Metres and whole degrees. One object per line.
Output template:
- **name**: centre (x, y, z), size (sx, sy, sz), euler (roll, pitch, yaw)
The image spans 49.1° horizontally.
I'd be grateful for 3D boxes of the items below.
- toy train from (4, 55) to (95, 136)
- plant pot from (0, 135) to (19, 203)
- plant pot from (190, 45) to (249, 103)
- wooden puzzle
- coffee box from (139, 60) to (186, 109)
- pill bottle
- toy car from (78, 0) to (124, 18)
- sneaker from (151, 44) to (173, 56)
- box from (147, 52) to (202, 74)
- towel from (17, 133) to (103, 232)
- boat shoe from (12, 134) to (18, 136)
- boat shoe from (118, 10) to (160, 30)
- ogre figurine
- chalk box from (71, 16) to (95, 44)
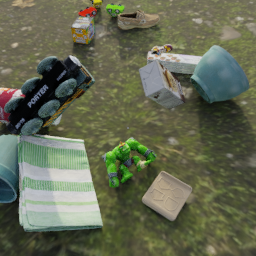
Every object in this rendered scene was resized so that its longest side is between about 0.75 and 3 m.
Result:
- **toy train**: centre (-2.164, -0.848, 7.839), size (2.795, 1.593, 1.191), euler (-44, 80, 16)
- **plant pot**: centre (-3.618, 1.098, 8.145), size (1.545, 1.545, 1.514), euler (10, 45, 8)
- **plant pot**: centre (3.163, -1.767, 10.219), size (1.357, 2.025, 2.025), euler (-37, 56, 6)
- **wooden puzzle**: centre (1.137, 1.972, 8.158), size (1.067, 0.267, 1.152), euler (28, 61, 21)
- **coffee box**: centre (1.123, -1.305, 8.857), size (0.674, 1.690, 0.955), euler (-23, 69, 27)
- **pill bottle**: centre (-3.447, -0.677, 9.637), size (2.151, 1.215, 1.215), euler (7, 52, 4)
- **toy car**: centre (-1.235, -6.067, 14.388), size (2.123, 0.503, 2.256), euler (10, 53, 8)
- **sneaker**: centre (1.137, -2.582, 9.400), size (0.753, 0.282, 0.339), euler (-1, 48, 32)
- **box**: centre (2.197, -2.662, 11.632), size (2.834, 0.587, 0.548), euler (7, 52, 6)
- **towel**: centre (-1.952, 1.412, 7.860), size (2.212, 0.339, 2.899), euler (10, 45, -34)
- **boat shoe**: centre (-3.802, 0.450, 9.353), size (0.293, 0.253, 0.804), euler (-9, 52, -7)
- **boat shoe**: centre (0.558, -5.339, 13.676), size (2.138, 0.690, 0.762), euler (-14, 53, -11)
- **ogre figurine**: centre (-0.051, 0.980, 8.619), size (1.746, 0.857, 1.047), euler (-36, 77, -8)
- **chalk box**: centre (-2.036, -4.643, 13.074), size (0.794, 0.790, 1.277), euler (11, 51, 10)
